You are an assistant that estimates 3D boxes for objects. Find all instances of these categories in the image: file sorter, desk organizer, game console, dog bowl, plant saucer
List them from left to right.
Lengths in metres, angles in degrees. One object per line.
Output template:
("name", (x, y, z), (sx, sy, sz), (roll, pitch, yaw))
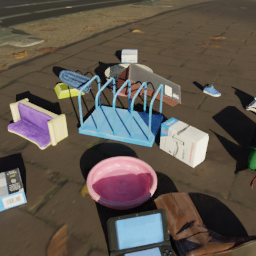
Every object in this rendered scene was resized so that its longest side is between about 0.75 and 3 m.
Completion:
("plant saucer", (-2.881, -1.920, 13.643), (1.258, 0.302, 1.260), (-12, 35, -18))
("plant saucer", (-0.176, 1.603, 8.048), (1.983, 0.503, 1.983), (1, 33, -1))
("file sorter", (-0.211, -0.767, 10.565), (2.839, 1.742, 1.970), (11, 35, 15))
("dog bowl", (0.049, -2.360, 13.805), (2.366, 0.872, 2.366), (0, 34, 0))
("game console", (0.329, 2.624, 6.175), (1.431, 0.833, 1.258), (-7, 33, -10))
("desk organizer", (0.919, -1.683, 12.043), (2.655, 1.022, 0.952), (20, 57, -26))

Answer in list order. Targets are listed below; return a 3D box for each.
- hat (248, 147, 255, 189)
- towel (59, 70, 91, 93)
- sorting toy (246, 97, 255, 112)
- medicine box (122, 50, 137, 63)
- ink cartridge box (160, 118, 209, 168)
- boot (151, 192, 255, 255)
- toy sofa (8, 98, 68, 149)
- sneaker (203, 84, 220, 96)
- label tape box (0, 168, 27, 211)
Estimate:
("hat", (3.931, 1.308, 8.779), (1.054, 1.273, 1.120), (35, 91, 46))
("towel", (-2.184, -1.962, 11.846), (1.269, 0.551, 2.272), (22, 1, -8))
("sorting toy", (5.755, -0.952, 12.030), (1.144, 0.679, 1.271), (-35, 43, -14))
("medicine box", (0.094, -4.442, 17.309), (0.935, 0.528, 1.027), (1, 33, 2))
("ink cartridge box", (1.816, 0.461, 9.280), (0.616, 1.066, 1.461), (-27, 41, -35))
("boot", (1.884, 2.293, 6.893), (2.120, 0.731, 2.275), (-8, 30, -16))
("toy sofa", (-3.462, -0.209, 10.402), (2.353, 0.975, 1.148), (22, 38, 30))
("sneaker", (4.016, -1.849, 13.360), (0.337, 0.488, 0.877), (-27, 42, -35))
("label tape box", (-3.629, 1.631, 7.997), (1.120, 0.517, 1.564), (-15, 38, -22))
